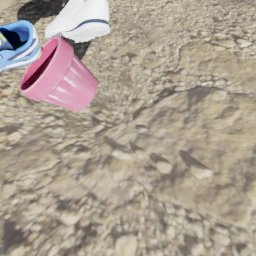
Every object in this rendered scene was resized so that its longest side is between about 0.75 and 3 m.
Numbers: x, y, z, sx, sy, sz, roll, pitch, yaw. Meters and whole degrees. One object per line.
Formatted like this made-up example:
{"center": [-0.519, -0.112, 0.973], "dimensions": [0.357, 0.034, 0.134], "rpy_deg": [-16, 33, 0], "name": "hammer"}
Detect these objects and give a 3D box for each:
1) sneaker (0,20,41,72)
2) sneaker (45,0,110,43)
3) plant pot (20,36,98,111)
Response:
{"center": [-2.858, -1.484, 5.633], "dimensions": [2.419, 0.995, 0.894], "rpy_deg": [-39, 93, -26], "name": "sneaker"}
{"center": [-1.204, -2.517, 6.503], "dimensions": [2.207, 0.889, 0.843], "rpy_deg": [5, 12, 43], "name": "sneaker"}
{"center": [-1.524, -1.139, 6.605], "dimensions": [1.529, 1.368, 1.529], "rpy_deg": [-30, 43, 33], "name": "plant pot"}
